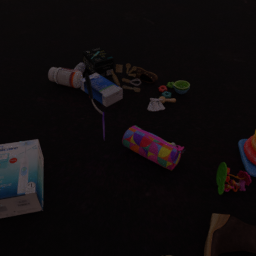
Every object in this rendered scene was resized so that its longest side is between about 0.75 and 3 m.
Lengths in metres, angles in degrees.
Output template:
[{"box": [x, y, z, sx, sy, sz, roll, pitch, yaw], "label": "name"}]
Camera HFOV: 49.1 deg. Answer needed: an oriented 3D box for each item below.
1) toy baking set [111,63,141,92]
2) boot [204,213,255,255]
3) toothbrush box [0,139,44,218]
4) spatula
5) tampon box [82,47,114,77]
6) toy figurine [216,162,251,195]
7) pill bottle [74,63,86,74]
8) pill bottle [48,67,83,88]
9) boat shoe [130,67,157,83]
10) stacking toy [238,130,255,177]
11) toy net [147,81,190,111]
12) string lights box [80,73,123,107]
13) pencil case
[{"box": [-0.062, -2.216, 12.732, 1.178, 1.535, 0.179, -14, 24, 17], "label": "toy baking set"}, {"box": [2.742, 2.981, 7.210, 1.366, 0.594, 1.642, 14, 40, 18], "label": "boot"}, {"box": [-3.513, 1.509, 8.635, 1.640, 0.955, 2.240, -7, 40, -9], "label": "toothbrush box"}, {"box": [-1.180, -0.890, 10.238, 0.281, 0.773, 2.735, -17, 70, -13], "label": "spatula"}, {"box": [-1.504, -3.309, 14.186, 1.091, 0.919, 1.456, -20, 45, -22], "label": "tampon box"}, {"box": [3.369, 1.665, 8.775, 0.950, 0.775, 1.033, 12, 63, -1], "label": "toy figurine"}, {"box": [-2.443, -2.921, 14.088, 0.469, 0.469, 0.827, 10, 42, 11], "label": "pill bottle"}, {"box": [-2.957, -2.413, 13.249, 1.470, 0.805, 0.805, 14, 43, 16], "label": "pill bottle"}, {"box": [0.684, -2.573, 13.647, 1.479, 0.520, 0.520, 20, 42, 21], "label": "boat shoe"}, {"box": [4.728, 0.079, 8.714, 1.642, 2.992, 1.736, 3, 41, 3], "label": "stacking toy"}, {"box": [1.631, -1.539, 12.504, 2.433, 0.470, 1.276, -33, 51, -32], "label": "toy net"}, {"box": [-1.223, -1.779, 12.702, 0.979, 0.562, 1.906, -31, 50, -30], "label": "string lights box"}, {"box": [0.863, 0.626, 9.700, 2.151, 0.951, 0.951, 23, 46, 25], "label": "pencil case"}]
